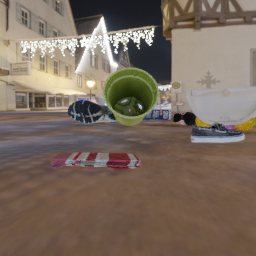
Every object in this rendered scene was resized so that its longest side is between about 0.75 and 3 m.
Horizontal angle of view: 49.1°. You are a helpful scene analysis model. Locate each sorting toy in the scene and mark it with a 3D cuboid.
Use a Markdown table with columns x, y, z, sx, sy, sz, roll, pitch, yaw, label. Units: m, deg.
| x | y | z | sx | sy | sz | roll | pitch | yaw | label |
| --- | --- | --- | --- | --- | --- | --- | --- | --- | --- |
| 3.687 | -0.565 | 9.722 | 2.656 | 1.419 | 2.391 | 2 | -4 | 35 | sorting toy |

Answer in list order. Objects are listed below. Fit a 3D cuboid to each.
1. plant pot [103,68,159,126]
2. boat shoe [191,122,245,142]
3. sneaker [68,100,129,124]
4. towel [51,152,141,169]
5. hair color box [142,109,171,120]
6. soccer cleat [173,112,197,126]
| x | y | z | sx | sy | sz | roll | pitch | yaw | label |
| --- | --- | --- | --- | --- | --- | --- | --- | --- | --- |
| 0.066 | -0.868 | 9.571 | 1.781 | 1.781 | 1.638 | 0 | -19 | -2 | plant pot |
| 1.911 | 0.081 | 5.931 | 1.211 | 0.411 | 0.434 | -1 | 4 | -9 | boat shoe |
| -1.372 | -0.591 | 12.917 | 2.762 | 1.072 | 1.192 | 4 | -11 | -5 | sneaker |
| -0.398 | 0.408 | 3.600 | 1.048 | 0.119 | 0.755 | 1 | 2 | -4 | towel |
| 1.372 | -0.773 | 16.055 | 2.081 | 0.630 | 1.041 | 1 | 4 | 16 | hair color box |
| 2.487 | -0.359 | 11.483 | 0.586 | 0.546 | 1.600 | 8 | 0 | -23 | soccer cleat |
